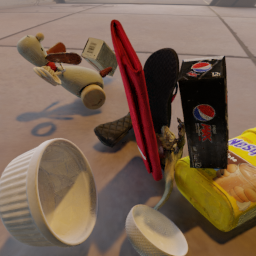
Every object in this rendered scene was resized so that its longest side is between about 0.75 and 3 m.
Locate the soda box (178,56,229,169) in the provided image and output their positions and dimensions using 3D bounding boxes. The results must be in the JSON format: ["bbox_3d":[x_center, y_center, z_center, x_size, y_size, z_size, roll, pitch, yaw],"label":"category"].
[{"bbox_3d":[1.164,-0.150,4.148,0.614,1.735,0.550,0,42,21],"label":"soda box"}]

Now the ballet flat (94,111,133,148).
[{"bbox_3d":[-0.003,-0.315,6.999,0.637,0.746,2.244,46,42,-1],"label":"ballet flat"}]

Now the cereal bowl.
[{"bbox_3d":[0.352,1.578,4.013,0.969,0.404,0.969,32,12,-7],"label":"cereal bowl"}]

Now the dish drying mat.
[{"bbox_3d":[0.175,-0.186,4.611,0.269,2.956,1.135,-19,54,-1],"label":"dish drying mat"}]

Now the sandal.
[{"bbox_3d":[0.787,-0.855,6.521,0.829,2.206,0.497,23,45,26],"label":"sandal"}]

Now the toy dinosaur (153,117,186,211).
[{"bbox_3d":[0.812,0.478,5.349,0.599,1.112,2.523,14,34,7],"label":"toy dinosaur"}]

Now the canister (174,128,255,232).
[{"bbox_3d":[2.063,0.824,5.043,2.040,0.883,1.515,-17,34,-24],"label":"canister"}]

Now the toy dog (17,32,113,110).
[{"bbox_3d":[-1.458,-1.688,7.687,1.327,2.755,1.817,-50,56,4],"label":"toy dog"}]

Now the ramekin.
[{"bbox_3d":[-1.106,0.940,3.947,0.767,1.461,1.461,-17,26,19],"label":"ramekin"}]

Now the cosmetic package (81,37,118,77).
[{"bbox_3d":[-0.907,-2.391,9.529,0.618,0.732,1.416,20,-6,24],"label":"cosmetic package"}]
